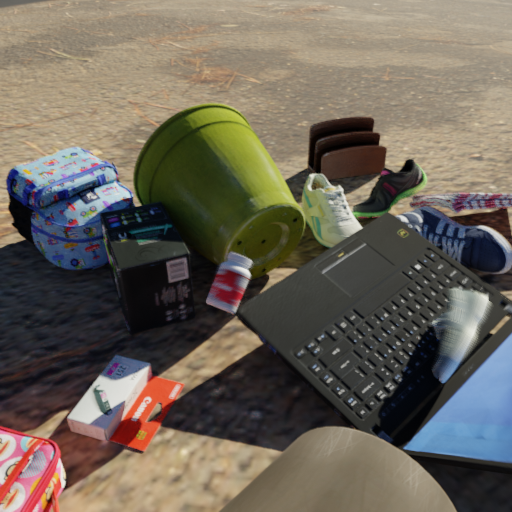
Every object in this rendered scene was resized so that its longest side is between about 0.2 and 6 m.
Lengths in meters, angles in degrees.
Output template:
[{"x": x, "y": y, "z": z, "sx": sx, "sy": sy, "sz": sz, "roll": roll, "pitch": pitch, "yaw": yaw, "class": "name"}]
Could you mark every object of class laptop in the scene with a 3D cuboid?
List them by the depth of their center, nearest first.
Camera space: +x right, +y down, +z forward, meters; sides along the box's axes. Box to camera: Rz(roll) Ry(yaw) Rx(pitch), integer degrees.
[{"x": 2.709, "y": 0.659, "z": 7.883, "sx": 3.963, "sy": 2.309, "sz": 4.472, "roll": -30, "pitch": 59, "yaw": -33, "class": "laptop"}]

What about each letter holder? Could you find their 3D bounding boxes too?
[{"x": 2.318, "y": -2.752, "z": 14.190, "sx": 1.799, "sy": 1.279, "sz": 0.905, "roll": -10, "pitch": 35, "yaw": -15, "class": "letter holder"}]

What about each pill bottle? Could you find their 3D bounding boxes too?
[{"x": -0.382, "y": 0.397, "z": 8.334, "sx": 0.470, "sy": 0.837, "sz": 0.470, "roll": 21, "pitch": -7, "yaw": 3, "class": "pill bottle"}]

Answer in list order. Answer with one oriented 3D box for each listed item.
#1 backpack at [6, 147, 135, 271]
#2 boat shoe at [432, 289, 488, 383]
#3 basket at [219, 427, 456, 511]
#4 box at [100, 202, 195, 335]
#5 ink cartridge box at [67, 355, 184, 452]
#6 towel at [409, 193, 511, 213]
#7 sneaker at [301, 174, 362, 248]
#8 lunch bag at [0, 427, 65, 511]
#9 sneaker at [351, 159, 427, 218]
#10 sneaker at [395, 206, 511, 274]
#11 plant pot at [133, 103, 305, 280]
[{"x": -3.446, "y": -0.878, "z": 11.086, "sx": 2.246, "sy": 1.655, "sz": 2.460, "roll": -27, "pitch": 45, "yaw": -34, "class": "backpack"}, {"x": 2.891, "y": 1.128, "z": 8.318, "sx": 0.584, "sy": 0.688, "sz": 1.890, "roll": 28, "pitch": 45, "yaw": 19, "class": "boat shoe"}, {"x": 0.196, "y": 3.194, "z": 4.428, "sx": 3.105, "sy": 2.342, "sz": 3.444, "roll": -3, "pitch": 21, "yaw": 40, "class": "basket"}, {"x": -1.904, "y": 0.149, "z": 9.725, "sx": 1.176, "sy": 1.405, "sz": 1.891, "roll": -13, "pitch": 36, "yaw": -18, "class": "box"}, {"x": -1.804, "y": 2.044, "z": 7.925, "sx": 1.136, "sy": 0.285, "sz": 1.309, "roll": 9, "pitch": 35, "yaw": 16, "class": "ink cartridge box"}, {"x": 4.805, "y": -1.099, "z": 11.784, "sx": 2.577, "sy": 0.386, "sz": 1.886, "roll": 0, "pitch": 5, "yaw": -12, "class": "towel"}, {"x": 1.569, "y": -0.909, "z": 11.760, "sx": 0.875, "sy": 0.924, "sz": 2.287, "roll": -12, "pitch": 37, "yaw": -19, "class": "sneaker"}, {"x": -3.051, "y": 2.889, "z": 6.303, "sx": 1.636, "sy": 0.761, "sz": 1.857, "roll": 11, "pitch": 36, "yaw": 8, "class": "lunch bag"}, {"x": 2.821, "y": -1.469, "z": 12.330, "sx": 2.005, "sy": 0.840, "sz": 0.769, "roll": -34, "pitch": 17, "yaw": -18, "class": "sneaker"}, {"x": 3.511, "y": -0.217, "z": 10.728, "sx": 1.357, "sy": 0.877, "sz": 2.501, "roll": -13, "pitch": 29, "yaw": -26, "class": "sneaker"}, {"x": -0.507, "y": -1.017, "z": 10.692, "sx": 2.756, "sy": 2.756, "sz": 2.653, "roll": -21, "pitch": 52, "yaw": -28, "class": "plant pot"}]
